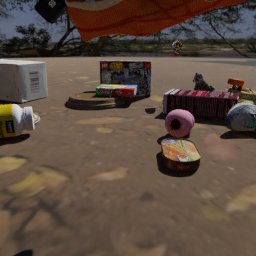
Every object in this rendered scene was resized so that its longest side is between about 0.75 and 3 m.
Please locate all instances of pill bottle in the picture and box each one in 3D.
[{"bbox_3d":[-3.419,-0.187,7.648,1.576,0.886,0.886,-7,18,-16],"label":"pill bottle"}]

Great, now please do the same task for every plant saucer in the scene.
[{"bbox_3d":[-1.380,-1.234,11.920,2.540,0.374,2.540,0,16,0],"label":"plant saucer"}]

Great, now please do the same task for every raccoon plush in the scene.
[{"bbox_3d":[3.965,-2.434,14.715,1.445,0.968,0.699,-14,22,-37],"label":"raccoon plush"}]

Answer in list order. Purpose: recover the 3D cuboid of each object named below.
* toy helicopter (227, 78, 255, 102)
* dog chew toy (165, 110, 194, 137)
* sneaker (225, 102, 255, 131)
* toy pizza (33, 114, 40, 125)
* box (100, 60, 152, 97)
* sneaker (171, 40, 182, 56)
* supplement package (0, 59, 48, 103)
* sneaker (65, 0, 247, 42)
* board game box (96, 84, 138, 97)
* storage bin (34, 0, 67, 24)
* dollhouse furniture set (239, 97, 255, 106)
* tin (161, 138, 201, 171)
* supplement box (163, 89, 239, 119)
[{"bbox_3d":[5.167,-1.164,10.932,1.753,1.046,2.651,0,20,-34],"label":"toy helicopter"},{"bbox_3d":[1.536,-0.167,7.949,0.762,0.762,1.223,10,12,28],"label":"dog chew toy"},{"bbox_3d":[3.822,-0.264,8.072,2.125,0.825,0.917,-6,21,-18],"label":"sneaker"},{"bbox_3d":[-3.839,-0.302,8.993,1.924,0.305,1.924,0,17,0],"label":"toy pizza"},{"bbox_3d":[-0.110,-2.363,13.327,2.435,1.667,0.486,2,17,7],"label":"box"},{"bbox_3d":[2.128,-3.443,11.819,0.438,0.462,1.125,24,38,-9],"label":"sneaker"},{"bbox_3d":[-5.361,-2.228,12.868,2.844,1.663,1.669,9,19,26],"label":"supplement package"},{"bbox_3d":[0.497,-2.038,4.419,2.868,1.047,1.106,-5,-24,6],"label":"sneaker"},{"bbox_3d":[-0.454,-1.631,12.031,1.612,0.325,1.233,3,17,8],"label":"board game box"},{"bbox_3d":[-2.702,-4.418,10.078,0.757,1.119,0.525,43,9,-12],"label":"storage bin"},{"bbox_3d":[4.746,-0.906,9.867,1.043,0.806,2.087,5,17,-19],"label":"dollhouse furniture set"},{"bbox_3d":[1.169,0.567,6.295,0.798,0.299,1.426,-3,17,4],"label":"tin"},{"bbox_3d":[2.657,-0.905,10.157,2.494,0.759,1.357,6,18,22],"label":"supplement box"}]
